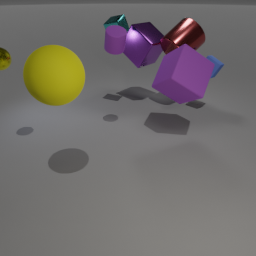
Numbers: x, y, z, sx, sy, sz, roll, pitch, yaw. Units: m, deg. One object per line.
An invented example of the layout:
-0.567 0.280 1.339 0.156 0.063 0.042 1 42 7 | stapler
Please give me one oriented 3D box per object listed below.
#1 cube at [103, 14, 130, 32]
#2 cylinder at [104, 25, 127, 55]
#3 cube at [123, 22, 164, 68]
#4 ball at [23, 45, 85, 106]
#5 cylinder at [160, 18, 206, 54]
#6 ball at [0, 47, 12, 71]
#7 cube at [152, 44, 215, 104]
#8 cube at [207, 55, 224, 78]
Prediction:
-0.465 -4.180 11.604 0.700 0.700 0.700 4 46 32 | cube
-0.427 -2.943 9.372 0.700 0.700 0.700 5 51 -6 | cylinder
0.737 -3.866 13.002 1.400 1.400 1.400 48 45 13 | cube
-1.713 -1.219 6.560 1.400 1.400 1.400 0 27 0 | ball
2.363 -3.757 12.126 1.400 1.400 1.400 -44 40 -8 | cylinder
-3.942 -2.115 8.574 0.700 0.700 0.700 0 27 0 | ball
1.955 -1.871 10.055 1.400 1.400 1.400 28 -15 -20 | cube
3.634 -2.672 12.205 0.700 0.700 0.700 42 30 14 | cube
